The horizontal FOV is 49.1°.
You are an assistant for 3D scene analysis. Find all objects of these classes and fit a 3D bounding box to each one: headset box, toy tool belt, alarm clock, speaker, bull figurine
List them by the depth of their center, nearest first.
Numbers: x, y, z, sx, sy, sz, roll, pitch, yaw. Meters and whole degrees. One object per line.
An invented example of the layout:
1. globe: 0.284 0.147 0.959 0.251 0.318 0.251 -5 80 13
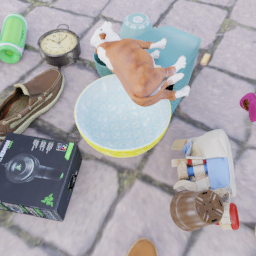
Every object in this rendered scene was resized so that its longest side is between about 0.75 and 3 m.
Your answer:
1. bull figurine: 0.236 -1.596 6.741 1.756 0.942 2.893 -14 53 -16
2. toy tool belt: 1.863 1.299 7.164 1.584 1.610 2.578 -11 53 25
3. headset box: -2.357 1.268 7.296 2.125 0.986 1.850 10 58 6
4. alarm clock: -2.458 -3.062 10.228 1.473 0.727 2.183 0 59 0
5. speaker: -4.246 -3.338 10.339 0.872 0.872 1.972 -3 57 -2

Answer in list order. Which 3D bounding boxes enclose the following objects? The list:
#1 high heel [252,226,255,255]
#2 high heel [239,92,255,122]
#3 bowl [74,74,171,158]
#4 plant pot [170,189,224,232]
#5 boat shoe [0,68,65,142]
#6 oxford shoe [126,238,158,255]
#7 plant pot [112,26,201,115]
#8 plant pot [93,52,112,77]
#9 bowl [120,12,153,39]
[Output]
1. high heel: 3.617 2.662 6.605 1.133 0.568 1.589 14 75 17
2. high heel: 2.775 -0.451 6.478 0.732 1.524 0.514 -32 93 -1
3. bowl: -0.119 -0.148 7.955 2.586 1.392 2.586 -1 56 1
4. plant pot: 1.465 1.688 5.869 0.899 0.890 0.899 6 68 -15
5. boat shoe: -3.021 -0.942 8.635 1.105 1.107 2.992 23 60 14
6. oxford shoe: 0.110 3.541 5.924 0.887 0.887 2.488 15 57 11
7. plant pot: 1.080 -1.876 8.855 1.953 1.954 2.765 29 55 17
8. plant pot: -0.583 -2.149 9.539 1.116 0.896 1.116 0 58 0
9. bowl: 0.342 -3.910 10.782 1.357 0.710 1.357 -1 57 1
